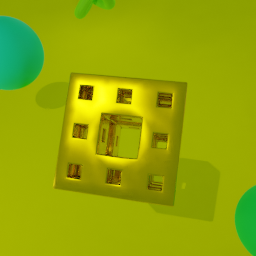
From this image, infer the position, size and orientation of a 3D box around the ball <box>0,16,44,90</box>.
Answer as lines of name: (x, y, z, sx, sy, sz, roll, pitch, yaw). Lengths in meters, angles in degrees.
ball: (-2.201, -1.342, 5.095, 1.299, 1.299, 1.299, 0, 52, 0)

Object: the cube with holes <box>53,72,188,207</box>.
cube with holes: (-0.003, 0.162, 3.604, 1.298, 1.298, 1.298, 6, 84, 9)

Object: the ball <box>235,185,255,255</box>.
ball: (1.372, 0.862, 2.532, 0.763, 0.763, 0.763, 0, 52, 0)

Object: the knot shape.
knot shape: (-0.640, -2.523, 4.955, 0.594, 1.286, 1.203, -15, 43, -25)
